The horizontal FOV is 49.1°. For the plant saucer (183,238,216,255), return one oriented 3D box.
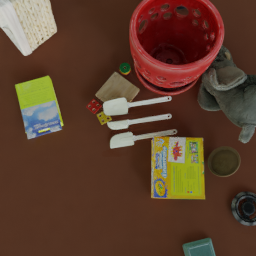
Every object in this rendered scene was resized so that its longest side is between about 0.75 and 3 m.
[{"bbox_3d":[2.279,4.440,7.800,0.867,0.235,2.480,-13,76,-3],"label":"plant saucer"}]

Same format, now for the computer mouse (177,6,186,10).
[{"bbox_3d":[2.143,-4.413,9.827,0.858,0.197,0.602,-2,45,16],"label":"computer mouse"}]

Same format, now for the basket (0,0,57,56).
[{"bbox_3d":[-3.331,-3.739,8.657,1.488,2.412,1.635,-38,79,-13],"label":"basket"}]

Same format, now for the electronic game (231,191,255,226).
[{"bbox_3d":[3.548,2.379,8.289,0.981,0.204,0.981,-1,73,2],"label":"electronic game"}]

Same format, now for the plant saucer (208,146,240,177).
[{"bbox_3d":[2.870,1.008,8.368,0.963,0.142,0.963,-18,55,27],"label":"plant saucer"}]

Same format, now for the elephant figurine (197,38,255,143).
[{"bbox_3d":[2.986,-1.321,8.567,2.777,2.155,1.965,32,121,18],"label":"elephant figurine"}]

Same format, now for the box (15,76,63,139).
[{"bbox_3d":[-2.790,-0.628,8.882,1.135,0.443,1.861,-17,77,-4],"label":"box"}]

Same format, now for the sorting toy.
[{"bbox_3d":[-0.375,-1.042,9.027,1.019,0.357,2.114,37,79,8],"label":"sorting toy"}]

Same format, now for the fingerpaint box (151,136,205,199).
[{"bbox_3d":[1.452,1.194,8.339,1.487,0.654,1.783,1,76,-1],"label":"fingerpaint box"}]

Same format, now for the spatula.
[{"bbox_3d":[0.399,-0.267,8.735,2.172,0.174,1.510,-10,94,-3],"label":"spatula"}]

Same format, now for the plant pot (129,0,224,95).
[{"bbox_3d":[1.276,-2.377,8.352,2.507,2.283,2.507,0,77,0],"label":"plant pot"}]
